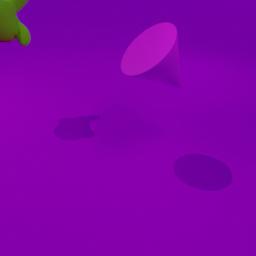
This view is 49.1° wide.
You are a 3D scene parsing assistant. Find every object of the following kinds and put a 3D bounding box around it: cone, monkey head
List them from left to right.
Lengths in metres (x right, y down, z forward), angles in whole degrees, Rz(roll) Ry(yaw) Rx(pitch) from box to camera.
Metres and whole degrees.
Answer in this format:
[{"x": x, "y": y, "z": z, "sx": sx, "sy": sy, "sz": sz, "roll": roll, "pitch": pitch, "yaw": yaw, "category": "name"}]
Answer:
[{"x": -2.981, "y": -2.757, "z": 6.650, "sx": 1.869, "sy": 1.345, "sz": 1.126, "roll": 36, "pitch": 7, "yaw": -15, "category": "monkey head"}, {"x": 0.749, "y": -1.178, "z": 5.674, "sx": 1.281, "sy": 1.285, "sz": 1.281, "roll": -27, "pitch": 43, "yaw": 28, "category": "cone"}]
